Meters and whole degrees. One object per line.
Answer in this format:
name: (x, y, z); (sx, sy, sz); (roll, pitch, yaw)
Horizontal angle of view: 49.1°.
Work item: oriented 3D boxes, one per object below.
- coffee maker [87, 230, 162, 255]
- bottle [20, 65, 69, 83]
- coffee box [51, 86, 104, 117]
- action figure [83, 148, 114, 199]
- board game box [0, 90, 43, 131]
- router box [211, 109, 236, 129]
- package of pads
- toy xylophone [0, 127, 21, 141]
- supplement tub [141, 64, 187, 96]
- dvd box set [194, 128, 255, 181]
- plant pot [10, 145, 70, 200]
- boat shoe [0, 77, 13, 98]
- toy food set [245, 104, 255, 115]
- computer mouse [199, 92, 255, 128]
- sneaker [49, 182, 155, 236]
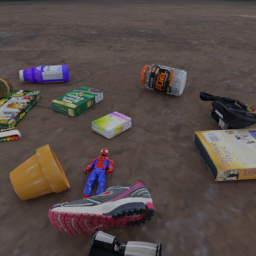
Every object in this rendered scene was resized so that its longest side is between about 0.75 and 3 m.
coffee maker: (-0.101, 2.387, 4.652); (1.223, 0.824, 1.175); (6, 32, 11)
bottle: (-3.853, -2.488, 12.999); (2.175, 0.710, 0.908); (-5, 31, -8)
coffee box: (-1.909, -1.090, 10.924); (1.152, 0.412, 1.874); (18, 35, 27)
action figure: (-0.747, 1.185, 7.021); (0.709, 0.560, 2.166); (-1, 28, 6)
board game box: (-4.420, -0.758, 10.492); (1.450, 0.325, 2.768); (1, 30, 6)
router box: (3.500, -0.350, 9.810); (0.803, 0.275, 1.077); (-5, 31, -8)
package of pads: (-0.511, -0.108, 9.304); (1.119, 0.382, 0.865); (-28, 39, -37)
toy xylophone: (-3.811, 0.215, 8.942); (0.754, 0.189, 0.552); (-8, 31, -13)
supplement tub: (1.492, -2.056, 11.799); (1.753, 1.074, 1.074); (16, 34, 18)
dvd box set: (3.494, 0.652, 7.860); (2.789, 0.410, 2.041); (-3, 27, -4)
plant pot: (-2.115, 1.138, 6.612); (1.060, 1.158, 1.158); (-27, 37, -12)
boat shoe: (-5.425, -1.666, 11.098); (2.529, 0.910, 0.854); (0, 24, 31)
toy food set: (4.621, -0.657, 10.491); (0.590, 0.146, 0.928); (11, 25, 17)
computer mouse: (3.604, -0.494, 9.474); (1.765, 0.579, 2.514); (7, 22, -23)
sneaker: (-0.548, 1.654, 5.793); (2.109, 0.850, 0.787); (-3, 42, -12)
